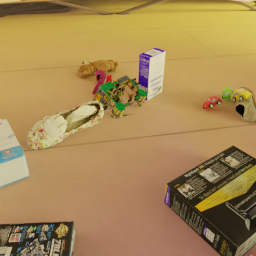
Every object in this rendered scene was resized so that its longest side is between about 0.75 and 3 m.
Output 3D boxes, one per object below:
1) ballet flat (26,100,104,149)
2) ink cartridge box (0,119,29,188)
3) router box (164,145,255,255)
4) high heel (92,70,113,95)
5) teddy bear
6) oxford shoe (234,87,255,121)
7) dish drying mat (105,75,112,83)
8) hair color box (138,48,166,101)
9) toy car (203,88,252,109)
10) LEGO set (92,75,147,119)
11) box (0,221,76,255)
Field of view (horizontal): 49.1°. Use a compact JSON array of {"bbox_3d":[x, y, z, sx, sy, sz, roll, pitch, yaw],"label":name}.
[{"bbox_3d":[-2.086,-0.267,9.640,2.959,0.946,1.119,-30,81,-30],"label":"ballet flat"},{"bbox_3d":[-4.119,0.791,8.408,1.601,0.938,2.215,-20,40,-26],"label":"ink cartridge box"},{"bbox_3d":[2.692,1.736,7.209,2.802,0.732,2.203,-22,40,-28],"label":"router box"},{"bbox_3d":[-1.432,-2.109,12.909,0.940,0.660,1.960,-4,46,-24],"label":"high heel"},{"bbox_3d":[-1.524,-3.192,14.391,2.290,0.765,1.660,-11,34,-15],"label":"teddy bear"},{"bbox_3d":[4.652,-1.032,11.247,0.797,0.765,2.160,-2,34,1],"label":"oxford shoe"},{"bbox_3d":[-0.985,-2.397,13.808,0.390,0.092,1.015,-1,34,-4],"label":"dish drying mat"},{"bbox_3d":[0.992,-2.299,11.995,0.639,1.971,1.078,27,43,33],"label":"hair color box"},{"bbox_3d":[4.091,-1.370,11.634,1.898,0.423,1.786,-13,13,26],"label":"toy car"},{"bbox_3d":[-0.408,-1.090,11.305,1.672,1.259,2.174,40,48,5],"label":"LEGO set"},{"bbox_3d":[-2.111,2.847,5.853,1.834,0.459,1.848,-2,34,-3],"label":"box"}]
